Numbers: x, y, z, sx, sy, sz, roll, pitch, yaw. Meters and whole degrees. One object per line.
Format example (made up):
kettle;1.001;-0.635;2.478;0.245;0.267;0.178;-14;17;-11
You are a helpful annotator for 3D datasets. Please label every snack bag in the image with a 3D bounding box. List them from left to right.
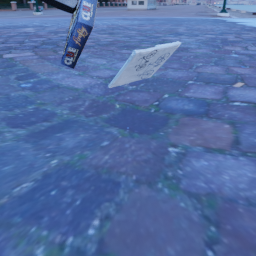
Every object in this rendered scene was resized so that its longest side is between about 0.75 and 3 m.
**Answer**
snack bag;0.233;-1.016;4.541;1.056;0.995;0.113;-22;78;-36

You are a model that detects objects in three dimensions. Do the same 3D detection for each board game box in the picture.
board game box;-1.366;-3.257;8.249;0.437;1.711;2.525;16;55;-21

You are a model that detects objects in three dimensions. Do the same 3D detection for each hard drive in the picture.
hard drive;-1.919;-3.422;7.460;1.122;0.237;0.757;19;0;-15
